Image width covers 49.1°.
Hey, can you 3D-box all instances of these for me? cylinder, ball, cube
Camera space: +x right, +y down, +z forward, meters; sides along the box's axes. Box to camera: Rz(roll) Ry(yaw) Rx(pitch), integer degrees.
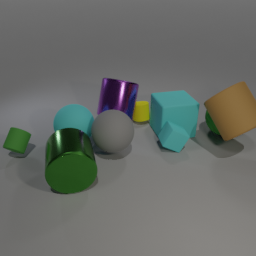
[{"bbox_3d":[-3.667,0.422,9.275,0.700,0.700,0.700,10,73,18],"label":"cylinder"},{"bbox_3d":[-1.847,-0.123,9.627,1.400,1.400,1.400,0,29,0],"label":"ball"},{"bbox_3d":[-1.665,0.912,8.083,1.400,1.400,1.400,-7,30,-12],"label":"cylinder"},{"bbox_3d":[1.571,0.301,9.693,0.700,0.700,0.700,22,23,-20],"label":"cube"},{"bbox_3d":[1.711,-0.498,10.658,1.400,1.400,1.400,-7,29,-12],"label":"cube"},{"bbox_3d":[-0.495,0.105,9.094,1.400,1.400,1.400,0,29,0],"label":"ball"},{"bbox_3d":[-0.384,-1.084,10.600,1.400,1.400,1.400,10,6,-1],"label":"cylinder"},{"bbox_3d":[3.592,-0.416,10.402,1.400,1.400,1.400,0,29,0],"label":"ball"},{"bbox_3d":[3.337,-0.515,8.790,1.400,1.400,1.400,-26,-8,-4],"label":"cylinder"},{"bbox_3d":[0.529,-0.688,11.470,0.700,0.700,0.700,-6,18,2],"label":"cylinder"}]
